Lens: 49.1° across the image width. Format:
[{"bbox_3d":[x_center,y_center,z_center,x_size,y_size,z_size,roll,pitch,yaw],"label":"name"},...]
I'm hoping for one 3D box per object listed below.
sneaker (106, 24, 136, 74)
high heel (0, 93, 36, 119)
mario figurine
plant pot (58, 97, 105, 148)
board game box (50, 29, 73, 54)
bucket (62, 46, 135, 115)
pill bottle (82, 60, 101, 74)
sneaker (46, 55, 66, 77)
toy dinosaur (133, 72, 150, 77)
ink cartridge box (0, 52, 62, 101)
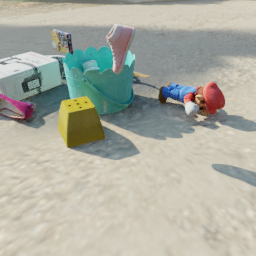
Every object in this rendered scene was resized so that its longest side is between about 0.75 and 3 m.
[{"bbox_3d":[-0.330,-2.130,7.480,0.686,1.312,0.494,11,30,-20],"label":"sneaker"},{"bbox_3d":[-4.363,-0.689,9.617,2.173,0.732,1.042,12,21,-6],"label":"high heel"},{"bbox_3d":[2.310,-0.943,10.116,2.446,1.297,1.510,17,71,43],"label":"mario figurine"},{"bbox_3d":[-1.484,-0.277,8.621,1.213,1.070,1.213,-13,35,-22],"label":"plant pot"},{"bbox_3d":[-3.792,-4.941,16.005,1.637,1.109,0.283,28,42,36],"label":"board game box"},{"bbox_3d":[-1.012,-1.802,10.393,2.724,1.772,2.724,0,33,0],"label":"bucket"},{"bbox_3d":[-1.347,-1.968,10.915,0.676,1.195,0.676,-17,2,1],"label":"pill bottle"},{"bbox_3d":[-3.374,-3.097,13.184,2.636,0.985,1.081,10,33,17],"label":"sneaker"},{"bbox_3d":[-0.312,-2.419,12.512,2.810,0.849,1.493,-2,51,12],"label":"toy dinosaur"},{"bbox_3d":[-4.442,-2.123,11.455,2.014,1.156,2.773,23,39,32],"label":"ink cartridge box"}]
